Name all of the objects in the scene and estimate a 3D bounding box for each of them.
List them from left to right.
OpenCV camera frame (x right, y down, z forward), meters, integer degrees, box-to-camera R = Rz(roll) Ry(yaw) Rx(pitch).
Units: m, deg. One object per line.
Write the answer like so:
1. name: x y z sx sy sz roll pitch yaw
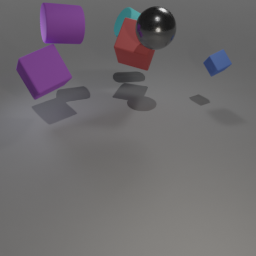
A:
1. cube: -3.194 -2.080 10.590 1.400 1.400 1.400 -33 10 -24
2. cylinder: -2.471 -3.893 10.511 1.400 1.400 1.400 -6 32 -24
3. cylinder: 0.283 -4.678 13.139 1.400 1.400 1.400 16 20 -35
4. cube: 0.366 -3.452 11.657 1.400 1.400 1.400 18 79 9
5. ball: 0.946 -3.391 9.558 1.400 1.400 1.400 0 32 0
6. cube: 3.643 -2.644 11.440 0.700 0.700 0.700 -27 -5 -11
